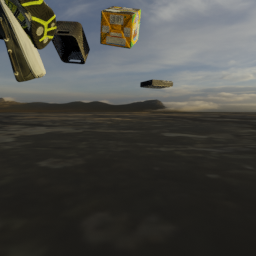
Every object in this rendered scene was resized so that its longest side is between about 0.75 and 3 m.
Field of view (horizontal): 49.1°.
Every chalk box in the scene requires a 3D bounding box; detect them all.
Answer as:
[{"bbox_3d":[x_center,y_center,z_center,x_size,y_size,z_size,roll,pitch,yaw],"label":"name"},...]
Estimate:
[{"bbox_3d":[-0.210,-3.852,10.531,1.192,1.184,1.910,11,30,9],"label":"chalk box"}]

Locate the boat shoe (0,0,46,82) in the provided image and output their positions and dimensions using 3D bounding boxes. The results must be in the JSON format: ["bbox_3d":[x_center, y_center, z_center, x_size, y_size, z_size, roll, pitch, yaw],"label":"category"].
[{"bbox_3d":[-3.220,-2.669,7.678,0.825,2.913,1.000,-23,5,-3],"label":"boat shoe"}]

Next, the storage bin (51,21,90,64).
[{"bbox_3d":[-2.126,-3.158,10.445,1.018,0.706,1.506,7,-28,12],"label":"storage bin"}]

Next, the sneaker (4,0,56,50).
[{"bbox_3d":[-2.133,-2.547,5.969,0.770,0.760,2.015,30,-25,16],"label":"sneaker"}]

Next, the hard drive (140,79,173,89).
[{"bbox_3d":[1.266,-1.966,12.648,1.024,0.277,1.465,1,3,-19],"label":"hard drive"}]
